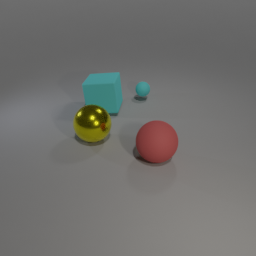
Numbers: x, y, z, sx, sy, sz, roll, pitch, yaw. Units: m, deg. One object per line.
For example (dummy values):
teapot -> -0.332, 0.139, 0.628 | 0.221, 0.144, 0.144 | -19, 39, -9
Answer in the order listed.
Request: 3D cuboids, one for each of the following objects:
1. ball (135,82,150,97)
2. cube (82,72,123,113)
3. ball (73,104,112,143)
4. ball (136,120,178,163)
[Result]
ball -> 0.701, -1.852, 13.335 | 0.700, 0.700, 0.700 | 0, 31, 0
cube -> -1.080, -1.552, 12.390 | 1.400, 1.400, 1.400 | -2, 28, 9
ball -> -1.300, -0.168, 10.240 | 1.400, 1.400, 1.400 | 0, 31, 0
ball -> 0.952, 0.447, 9.242 | 1.400, 1.400, 1.400 | 0, 31, 0
